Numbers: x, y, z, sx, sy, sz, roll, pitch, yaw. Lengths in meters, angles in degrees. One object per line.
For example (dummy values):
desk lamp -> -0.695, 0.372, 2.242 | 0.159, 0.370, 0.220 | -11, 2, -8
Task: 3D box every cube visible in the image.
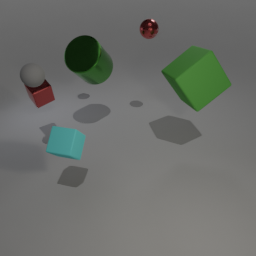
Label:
cube -> -1.626, 0.407, 7.402 | 0.700, 0.700, 0.700 | 8, -13, 15
cube -> 2.206, -1.653, 9.210 | 1.400, 1.400, 1.400 | -39, 25, 5
cube -> -3.087, -1.267, 9.808 | 0.700, 0.700, 0.700 | -31, 58, -22

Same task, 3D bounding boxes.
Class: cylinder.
cylinder -> -1.418, -2.468, 10.349 | 1.400, 1.400, 1.400 | 10, -6, 17

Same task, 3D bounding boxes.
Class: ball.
ball -> 0.769, -3.610, 10.216 | 0.700, 0.700, 0.700 | 0, 30, 0
ball -> -2.765, -1.535, 8.120 | 0.700, 0.700, 0.700 | 0, 30, 0
